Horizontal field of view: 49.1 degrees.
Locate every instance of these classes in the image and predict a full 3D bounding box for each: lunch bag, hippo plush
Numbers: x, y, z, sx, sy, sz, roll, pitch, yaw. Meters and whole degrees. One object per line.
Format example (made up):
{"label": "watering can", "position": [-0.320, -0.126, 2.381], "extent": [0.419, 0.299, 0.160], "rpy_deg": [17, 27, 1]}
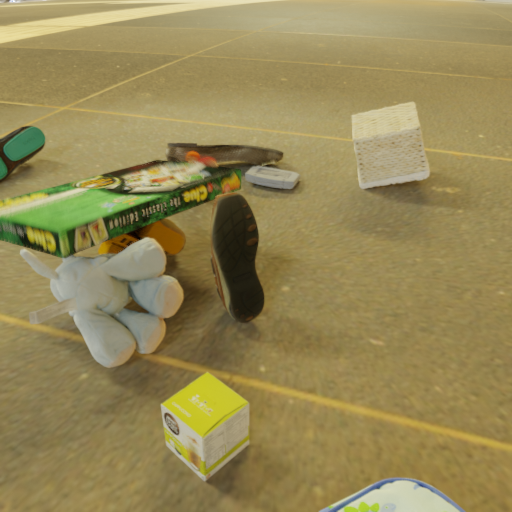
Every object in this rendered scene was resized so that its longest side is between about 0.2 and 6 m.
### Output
{"label": "lunch bag", "position": [0.850, 3.214, 4.463], "extent": [3.010, 1.241, 2.419], "rpy_deg": [-16, 22, -24]}
{"label": "hippo plush", "position": [-2.502, 0.721, 8.811], "extent": [2.333, 1.858, 1.876], "rpy_deg": [-8, 2, -31]}

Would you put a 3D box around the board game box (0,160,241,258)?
{"label": "board game box", "position": [-2.369, -1.010, 9.778], "extent": [2.235, 0.500, 4.265], "rpy_deg": [15, 27, 31]}

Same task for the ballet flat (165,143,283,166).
{"label": "ballet flat", "position": [-0.814, -2.556, 14.670], "extent": [3.083, 0.715, 1.039], "rpy_deg": [1, 8, -10]}

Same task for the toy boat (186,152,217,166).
{"label": "toy boat", "position": [-1.360, -2.144, 13.274], "extent": [0.747, 0.748, 1.145], "rpy_deg": [-40, 8, 1]}

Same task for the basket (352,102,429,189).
{"label": "basket", "position": [3.264, -2.719, 13.742], "extent": [1.710, 1.375, 1.695], "rpy_deg": [-8, 35, 14]}

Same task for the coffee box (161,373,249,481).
{"label": "coffee box", "position": [-0.620, 2.094, 6.958], "extent": [0.781, 0.773, 0.782], "rpy_deg": [27, 41, 36]}

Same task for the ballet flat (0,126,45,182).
{"label": "ballet flat", "position": [-6.602, -2.430, 14.240], "extent": [1.040, 1.040, 2.847], "rpy_deg": [15, 41, 23]}

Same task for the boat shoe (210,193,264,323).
{"label": "boat shoe", "position": [-0.433, 0.036, 9.091], "extent": [0.805, 2.127, 0.786], "rpy_deg": [-14, 19, -26]}

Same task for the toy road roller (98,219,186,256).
{"label": "toy road roller", "position": [-2.316, -0.302, 10.787], "extent": [1.647, 1.202, 1.012], "rpy_deg": [26, 7, -30]}

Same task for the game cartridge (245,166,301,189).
{"label": "game cartridge", "position": [0.405, -1.940, 13.877], "extent": [1.252, 0.256, 0.834], "rpy_deg": [12, 24, 15]}
